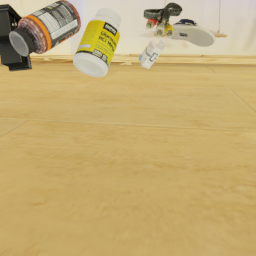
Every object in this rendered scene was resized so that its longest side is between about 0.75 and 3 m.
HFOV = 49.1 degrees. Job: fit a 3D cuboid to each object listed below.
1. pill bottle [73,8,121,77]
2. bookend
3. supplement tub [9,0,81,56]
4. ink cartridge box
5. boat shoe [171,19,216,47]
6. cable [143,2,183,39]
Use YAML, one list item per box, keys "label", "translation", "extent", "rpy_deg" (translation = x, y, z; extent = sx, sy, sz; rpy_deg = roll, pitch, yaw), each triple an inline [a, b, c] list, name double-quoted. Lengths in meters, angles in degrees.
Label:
- label: "pill bottle"
  translation: [-1.125, -3.415, 11.107]
  extent: [1.401, 2.492, 1.401]
  rpy_deg: [16, -16, 5]
- label: "bookend"
  translation: [-3.759, -2.773, 8.886]
  extent: [0.784, 1.691, 1.702]
  rpy_deg: [-7, 5, -5]
- label: "supplement tub"
  translation: [-2.170, -2.595, 7.379]
  extent: [0.986, 0.986, 1.845]
  rpy_deg: [14, 46, 37]
- label: "ink cartridge box"
  translation: [0.860, -2.762, 10.225]
  extent: [0.352, 1.037, 0.601]
  rpy_deg: [20, 34, -31]
- label: "boat shoe"
  translation: [2.543, -3.717, 10.643]
  extent: [2.011, 0.751, 0.933]
  rpy_deg: [27, 58, 32]
- label: "cable"
  translation: [1.286, -4.160, 10.530]
  extent: [1.303, 0.675, 2.683]
  rpy_deg: [24, 40, 0]
